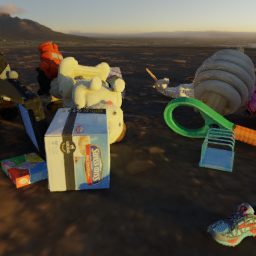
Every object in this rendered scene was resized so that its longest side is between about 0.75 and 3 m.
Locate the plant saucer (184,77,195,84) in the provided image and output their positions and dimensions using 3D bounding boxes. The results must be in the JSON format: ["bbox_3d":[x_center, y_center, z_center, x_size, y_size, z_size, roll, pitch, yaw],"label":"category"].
[{"bbox_3d":[3.498,-2.443,14.371,1.277,0.220,1.277,-1,20,0],"label":"plant saucer"}]

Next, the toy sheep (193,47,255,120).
[{"bbox_3d":[2.707,-1.294,7.932,1.803,1.803,2.616,12,64,31],"label":"toy sheep"}]

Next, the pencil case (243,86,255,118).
[{"bbox_3d":[3.796,-0.433,7.239,1.260,1.221,2.691,37,19,-3],"label":"pencil case"}]

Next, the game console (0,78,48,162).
[{"bbox_3d":[-2.662,-0.344,5.776,1.406,2.125,2.417,-19,26,-24],"label":"game console"}]

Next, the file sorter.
[{"bbox_3d":[1.861,0.413,5.747,0.620,0.548,0.893,8,21,21],"label":"file sorter"}]

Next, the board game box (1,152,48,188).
[{"bbox_3d":[-1.915,0.763,5.296,0.682,0.180,0.892,-15,24,-37],"label":"board game box"}]

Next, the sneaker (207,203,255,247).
[{"bbox_3d":[1.447,1.183,3.669,0.973,0.465,0.386,-9,21,-23],"label":"sneaker"}]

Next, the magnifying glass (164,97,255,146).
[{"bbox_3d":[2.127,-0.005,6.503,2.708,1.078,0.303,18,48,18],"label":"magnifying glass"}]

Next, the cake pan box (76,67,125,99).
[{"bbox_3d":[-1.166,-1.793,11.320,1.899,0.539,2.061,-3,38,-6],"label":"cake pan box"}]

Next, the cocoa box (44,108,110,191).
[{"bbox_3d":[-0.867,0.314,5.231,1.027,1.043,1.564,-1,20,-5],"label":"cocoa box"}]

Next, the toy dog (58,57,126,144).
[{"bbox_3d":[-0.885,-0.484,6.774,1.427,1.983,2.045,9,33,-44],"label":"toy dog"}]

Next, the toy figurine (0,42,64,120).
[{"bbox_3d":[-2.814,-1.168,7.976,2.252,1.591,2.287,-17,-4,-24],"label":"toy figurine"}]

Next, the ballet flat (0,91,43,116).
[{"bbox_3d":[-4.059,-0.796,8.999,2.493,0.862,0.887,-6,1,-31],"label":"ballet flat"}]

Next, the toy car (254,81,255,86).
[{"bbox_3d":[5.159,-1.325,10.128,1.928,1.521,1.584,-22,2,17],"label":"toy car"}]

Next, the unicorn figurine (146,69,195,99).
[{"bbox_3d":[2.395,-1.486,10.663,2.983,1.102,2.049,6,4,-30],"label":"unicorn figurine"}]
